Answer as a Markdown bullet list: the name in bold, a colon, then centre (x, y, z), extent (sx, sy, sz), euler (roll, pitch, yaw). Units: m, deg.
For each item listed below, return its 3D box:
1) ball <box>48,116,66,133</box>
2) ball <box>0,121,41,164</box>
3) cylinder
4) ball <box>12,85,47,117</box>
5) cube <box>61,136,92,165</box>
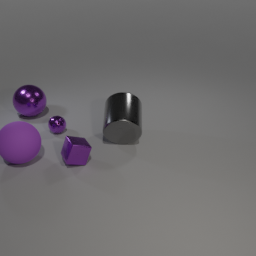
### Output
- **ball**: centre (-2.791, -0.140, 11.048), extent (0.700, 0.700, 0.700), euler (0, 30, 0)
- **ball**: centre (-3.584, 0.473, 9.228), extent (1.400, 1.400, 1.400), euler (0, 30, 0)
- **cylinder**: centre (-0.188, -0.348, 10.303), extent (1.400, 1.400, 1.400), euler (1, 52, 1)
- **ball**: centre (-4.260, -1.181, 12.161), extent (1.400, 1.400, 1.400), euler (0, 30, 0)
- **cube**: centre (-1.724, 0.745, 9.270), extent (0.700, 0.700, 0.700), euler (9, 20, -34)
